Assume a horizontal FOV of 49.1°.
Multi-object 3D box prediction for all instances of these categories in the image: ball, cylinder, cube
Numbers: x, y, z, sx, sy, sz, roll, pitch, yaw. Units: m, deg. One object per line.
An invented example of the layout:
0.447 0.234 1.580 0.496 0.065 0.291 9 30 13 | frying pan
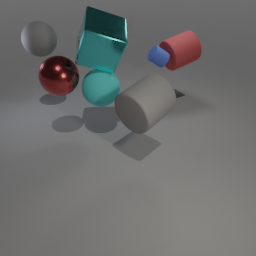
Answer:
-0.995 -1.483 10.276 1.400 1.400 1.400 0 30 0 | ball
1.324 -3.094 12.144 0.700 0.700 0.700 25 20 -27 | cylinder
2.360 -3.512 12.748 1.400 1.400 1.400 -27 37 -15 | cylinder
-0.917 -2.957 9.507 1.400 1.400 1.400 11 51 -18 | cube
-2.418 -1.827 9.848 1.400 1.400 1.400 0 30 0 | ball
-3.614 -3.629 11.431 1.400 1.400 1.400 0 30 0 | ball
0.539 -0.762 8.727 1.400 1.400 1.400 25 50 36 | cylinder
